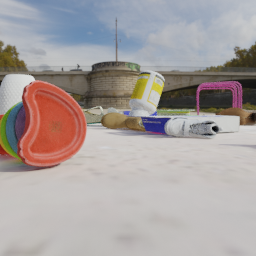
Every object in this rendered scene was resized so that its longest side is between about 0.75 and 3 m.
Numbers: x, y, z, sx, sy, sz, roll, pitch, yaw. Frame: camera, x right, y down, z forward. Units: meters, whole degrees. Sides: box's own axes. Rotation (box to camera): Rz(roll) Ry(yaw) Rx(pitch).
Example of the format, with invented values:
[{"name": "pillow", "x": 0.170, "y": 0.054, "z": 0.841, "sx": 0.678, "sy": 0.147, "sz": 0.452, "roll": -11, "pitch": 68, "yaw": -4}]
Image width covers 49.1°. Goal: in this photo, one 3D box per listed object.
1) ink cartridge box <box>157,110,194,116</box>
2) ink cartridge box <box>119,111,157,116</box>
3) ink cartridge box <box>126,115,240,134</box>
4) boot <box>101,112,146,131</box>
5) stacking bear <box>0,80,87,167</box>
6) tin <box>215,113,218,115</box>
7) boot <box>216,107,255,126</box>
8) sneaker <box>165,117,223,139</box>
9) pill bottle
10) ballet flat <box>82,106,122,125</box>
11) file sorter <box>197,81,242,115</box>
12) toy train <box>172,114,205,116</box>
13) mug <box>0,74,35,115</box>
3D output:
[{"name": "ink cartridge box", "x": 2.182, "y": -0.591, "z": 13.797, "sx": 1.783, "sy": 0.587, "sz": 2.450, "roll": 0, "pitch": 3, "yaw": 1}, {"name": "ink cartridge box", "x": 0.305, "y": -0.460, "z": 12.039, "sx": 1.443, "sy": 0.569, "sz": 2.902, "roll": 0, "pitch": 4, "yaw": -15}, {"name": "ink cartridge box", "x": 1.303, "y": -0.101, "z": 6.536, "sx": 2.487, "sy": 0.461, "sz": 1.178, "roll": 1, "pitch": 3, "yaw": -30}, {"name": "boot", "x": 0.057, "y": -0.171, "z": 7.546, "sx": 1.273, "sy": 0.481, "sz": 1.454, "roll": -1, "pitch": 4, "yaw": -21}, {"name": "stacking bear", "x": -1.038, "y": 0.034, "z": 2.845, "sx": 1.184, "sy": 0.719, "sz": 0.674, "roll": -7, "pitch": -13, "yaw": 42}, {"name": "tin", "x": 6.426, "y": -0.731, "z": 17.569, "sx": 1.388, "sy": 0.519, "sz": 2.479, "roll": 9, "pitch": 9, "yaw": 44}, {"name": "boot", "x": 4.357, "y": -0.371, "z": 10.615, "sx": 1.894, "sy": 0.665, "sz": 1.384, "roll": 1, "pitch": -3, "yaw": 20}, {"name": "sneaker", "x": 1.237, "y": -0.006, "z": 5.227, "sx": 1.031, "sy": 0.387, "sz": 0.592, "roll": 3, "pitch": -1, "yaw": -20}, {"name": "pill bottle", "x": 0.546, "y": -0.955, "z": 8.830, "sx": 0.869, "sy": 1.552, "sz": 0.869, "roll": 18, "pitch": -14, "yaw": 5}, {"name": "ballet flat", "x": -0.838, "y": -0.429, "z": 10.043, "sx": 2.121, "sy": 0.737, "sz": 0.737, "roll": 1, "pitch": 3, "yaw": 19}, {"name": "file sorter", "x": 4.390, "y": -1.217, "z": 13.764, "sx": 2.050, "sy": 1.850, "sz": 2.949, "roll": 0, "pitch": 3, "yaw": 13}, {"name": "toy train", "x": 2.251, "y": -0.296, "z": 10.309, "sx": 1.425, "sy": 0.402, "sz": 0.297, "roll": 1, "pitch": 4, "yaw": 30}, {"name": "mug", "x": -4.187, "y": -1.045, "z": 10.763, "sx": 1.552, "sy": 1.843, "sz": 2.103, "roll": -2, "pitch": 4, "yaw": -28}]
